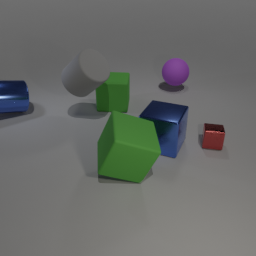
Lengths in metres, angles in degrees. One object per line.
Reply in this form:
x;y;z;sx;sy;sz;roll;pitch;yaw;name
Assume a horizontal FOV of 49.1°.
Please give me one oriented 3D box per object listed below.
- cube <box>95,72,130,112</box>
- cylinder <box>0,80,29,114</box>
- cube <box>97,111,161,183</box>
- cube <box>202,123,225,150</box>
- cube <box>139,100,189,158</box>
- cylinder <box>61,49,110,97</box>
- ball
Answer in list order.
-0.666;-1.661;12.826;1.400;1.400;1.400;2;31;3;cube
-5.150;-1.346;12.067;1.400;1.400;1.400;-7;29;-34;cylinder
-0.034;0.570;8.371;1.400;1.400;1.400;15;36;-18;cube
3.073;0.301;10.127;0.700;0.700;0.700;6;25;10;cube
1.263;-0.003;9.986;1.400;1.400;1.400;12;33;21;cube
-1.640;-2.098;10.820;1.400;1.400;1.400;-28;5;45;cylinder
2.445;-2.883;14.419;1.400;1.400;1.400;0;30;0;ball
